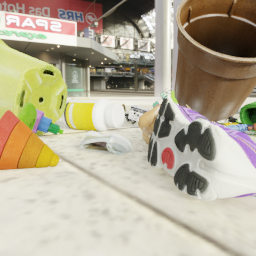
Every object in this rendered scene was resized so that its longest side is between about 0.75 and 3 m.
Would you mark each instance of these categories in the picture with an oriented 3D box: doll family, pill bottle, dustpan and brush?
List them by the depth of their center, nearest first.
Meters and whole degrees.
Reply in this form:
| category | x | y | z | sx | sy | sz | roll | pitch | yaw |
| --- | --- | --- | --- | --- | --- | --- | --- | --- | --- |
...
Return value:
| category | x | y | z | sx | sy | sz | roll | pitch | yaw |
| --- | --- | --- | --- | --- | --- | --- | --- | --- | --- |
| doll family | 2.498 | 0.043 | 6.631 | 0.872 | 0.592 | 1.508 | 2 | 13 | -1 |
| pill bottle | -1.014 | -0.393 | 8.253 | 1.719 | 0.956 | 0.956 | 4 | 8 | 28 |
| dustpan and brush | 2.650 | -0.290 | 8.348 | 2.455 | 0.703 | 1.713 | -1 | 6 | -5 |

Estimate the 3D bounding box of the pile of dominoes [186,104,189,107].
| category | x | y | z | sx | sy | sz | roll | pitch | yaw |
| --- | --- | --- | --- | --- | --- | --- | --- | --- | --- |
| pile of dominoes | 1.641 | -0.092 | 6.531 | 0.915 | 0.146 | 0.713 | 44 | 10 | -47 |

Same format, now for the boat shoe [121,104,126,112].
| category | x | y | z | sx | sy | sz | roll | pitch | yaw |
| --- | --- | --- | --- | --- | --- | --- | --- | --- | --- |
| boat shoe | -0.553 | -0.852 | 13.501 | 0.515 | 0.575 | 1.552 | -11 | 2 | 19 |

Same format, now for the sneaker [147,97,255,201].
| category | x | y | z | sx | sy | sz | roll | pitch | yaw |
| --- | --- | --- | --- | --- | --- | --- | --- | --- | --- |
| sneaker | 1.031 | 0.313 | 4.034 | 1.144 | 1.106 | 2.742 | 13 | 13 | -14 |

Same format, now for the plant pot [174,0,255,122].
| category | x | y | z | sx | sy | sz | roll | pitch | yaw |
| --- | --- | --- | --- | --- | --- | --- | --- | --- | --- |
| plant pot | 2.276 | -1.595 | 6.934 | 2.517 | 2.517 | 2.491 | 0 | -34 | 0 |

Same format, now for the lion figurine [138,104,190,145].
| category | x | y | z | sx | sy | sz | roll | pitch | yaw |
| --- | --- | --- | --- | --- | --- | --- | --- | --- | --- |
| lion figurine | 0.699 | -0.068 | 6.451 | 1.299 | 0.769 | 2.122 | -22 | 9 | -13 |

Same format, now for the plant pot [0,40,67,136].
| category | x | y | z | sx | sy | sz | roll | pitch | yaw |
| --- | --- | --- | --- | --- | --- | --- | --- | --- | --- |
| plant pot | -3.319 | -1.040 | 7.783 | 2.690 | 2.926 | 2.926 | 17 | 14 | 25 |

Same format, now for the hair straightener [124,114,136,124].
| category | x | y | z | sx | sy | sz | roll | pitch | yaw |
| --- | --- | --- | --- | --- | --- | --- | --- | --- | --- |
| hair straightener | 0.126 | -0.371 | 10.706 | 0.722 | 0.384 | 1.877 | 0 | 12 | 4 |

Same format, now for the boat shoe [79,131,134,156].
| category | x | y | z | sx | sy | sz | roll | pitch | yaw |
| --- | --- | --- | --- | --- | --- | --- | --- | --- | --- |
| boat shoe | -0.415 | 0.326 | 5.255 | 1.149 | 0.424 | 0.368 | 10 | 51 | 33 |

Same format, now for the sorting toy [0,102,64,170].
| category | x | y | z | sx | sy | sz | roll | pitch | yaw |
| --- | --- | --- | --- | --- | --- | --- | --- | --- | --- |
| sorting toy | -1.668 | 0.183 | 5.286 | 1.019 | 1.026 | 2.958 | 22 | 6 | -10 |

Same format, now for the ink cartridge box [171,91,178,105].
| category | x | y | z | sx | sy | sz | roll | pitch | yaw |
| --- | --- | --- | --- | --- | --- | --- | --- | --- | --- |
| ink cartridge box | 2.357 | -1.072 | 12.510 | 0.857 | 1.159 | 0.439 | -1 | 8 | -4 |

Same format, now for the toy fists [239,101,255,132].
| category | x | y | z | sx | sy | sz | roll | pitch | yaw |
| --- | --- | --- | --- | --- | --- | --- | --- | --- | --- |
| toy fists | 4.298 | -0.179 | 6.859 | 1.454 | 0.981 | 2.852 | -15 | 16 | -36 |

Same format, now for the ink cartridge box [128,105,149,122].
| category | x | y | z | sx | sy | sz | roll | pitch | yaw |
| --- | --- | --- | --- | --- | --- | --- | --- | --- | --- |
| ink cartridge box | 0.473 | -0.371 | 8.443 | 0.868 | 0.408 | 0.192 | 18 | 22 | 9 |

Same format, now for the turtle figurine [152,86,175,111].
| category | x | y | z | sx | sy | sz | roll | pitch | yaw |
| --- | --- | --- | --- | --- | --- | --- | --- | --- | --- |
| turtle figurine | 2.375 | -1.278 | 13.696 | 1.915 | 1.288 | 2.558 | 4 | -6 | -24 |
